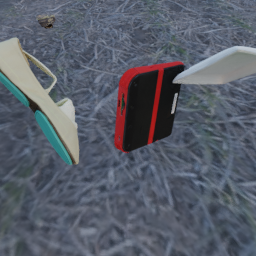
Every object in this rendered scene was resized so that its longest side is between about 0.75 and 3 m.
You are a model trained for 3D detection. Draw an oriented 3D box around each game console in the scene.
[{"bbox_3d":[0.433,-0.408,5.662,1.564,1.768,0.274,-20,39,-37],"label":"game console"}]

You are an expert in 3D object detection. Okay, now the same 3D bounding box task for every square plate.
[{"bbox_3d":[1.880,-1.148,5.255,1.545,0.222,1.560,-5,-7,-33],"label":"square plate"}]

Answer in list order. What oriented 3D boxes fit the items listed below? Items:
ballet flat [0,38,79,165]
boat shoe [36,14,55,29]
[{"bbox_3d":[-1.377,-0.459,4.701,0.816,2.348,0.816,-34,13,9],"label":"ballet flat"},{"bbox_3d":[-3.023,-3.929,10.402,0.485,0.477,1.301,-7,20,10],"label":"boat shoe"}]
